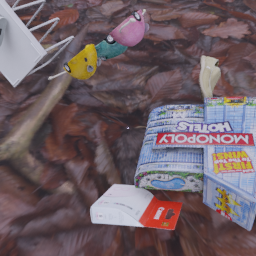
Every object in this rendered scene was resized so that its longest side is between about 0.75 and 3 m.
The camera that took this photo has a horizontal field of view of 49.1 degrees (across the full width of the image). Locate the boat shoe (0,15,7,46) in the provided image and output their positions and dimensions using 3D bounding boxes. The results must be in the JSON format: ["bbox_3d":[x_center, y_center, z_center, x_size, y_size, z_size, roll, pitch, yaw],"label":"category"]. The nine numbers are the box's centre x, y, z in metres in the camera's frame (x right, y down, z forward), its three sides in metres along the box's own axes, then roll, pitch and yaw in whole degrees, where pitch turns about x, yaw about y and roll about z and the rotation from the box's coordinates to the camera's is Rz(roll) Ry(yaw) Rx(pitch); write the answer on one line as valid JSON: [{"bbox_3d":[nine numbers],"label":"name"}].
[{"bbox_3d":[-2.940,-2.094,6.203,0.270,0.847,0.299,34,15,20],"label":"boat shoe"}]

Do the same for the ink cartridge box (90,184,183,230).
[{"bbox_3d":[0.169,1.177,4.336,1.209,0.345,0.982,-6,7,19],"label":"ink cartridge box"}]

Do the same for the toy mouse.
[{"bbox_3d":[-0.193,-1.549,5.050,2.023,2.276,0.440,-44,106,-31],"label":"toy mouse"}]

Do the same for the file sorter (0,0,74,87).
[{"bbox_3d":[-2.871,-2.666,7.115,2.419,1.678,1.506,52,43,-13],"label":"file sorter"}]

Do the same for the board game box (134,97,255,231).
[{"bbox_3d":[1.199,0.382,4.281,2.142,0.661,2.141,1,40,14],"label":"board game box"}]

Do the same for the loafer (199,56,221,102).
[{"bbox_3d":[2.075,-1.290,7.072,0.509,0.564,1.491,-3,56,18],"label":"loafer"}]
